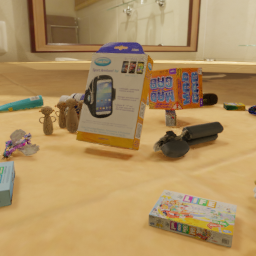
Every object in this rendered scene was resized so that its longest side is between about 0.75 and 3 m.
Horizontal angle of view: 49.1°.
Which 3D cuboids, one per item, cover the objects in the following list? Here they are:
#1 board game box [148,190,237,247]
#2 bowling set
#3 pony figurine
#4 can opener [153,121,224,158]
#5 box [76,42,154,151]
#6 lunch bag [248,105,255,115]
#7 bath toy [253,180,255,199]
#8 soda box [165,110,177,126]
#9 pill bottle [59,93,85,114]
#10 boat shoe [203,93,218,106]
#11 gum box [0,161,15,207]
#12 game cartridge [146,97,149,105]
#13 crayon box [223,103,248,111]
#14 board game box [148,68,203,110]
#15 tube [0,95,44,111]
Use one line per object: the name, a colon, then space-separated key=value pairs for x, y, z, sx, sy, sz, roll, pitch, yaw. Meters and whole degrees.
board game box: x=1.135 y=1.507 z=4.848 sx=1.341 sy=0.230 sz=0.902 roll=7 pitch=19 yaw=23
bowling set: x=-2.038 y=-0.580 z=9.998 sx=2.224 sy=1.194 sz=1.548 roll=-5 pitch=18 yaw=-17
pony figurine: x=-2.981 y=0.440 z=7.713 sx=0.955 sy=0.824 sz=0.990 roll=-31 pitch=20 yaw=7
can opener: x=1.823 y=0.365 z=8.182 sx=2.549 sy=0.671 sz=0.847 roll=-13 pitch=56 yaw=-33
box: x=-0.338 y=-0.949 z=7.949 sx=1.763 sy=2.961 sz=0.614 roll=8 pitch=-8 yaw=22
lunch bag: x=6.189 y=-0.848 z=11.636 sx=1.531 sy=0.956 sz=2.033 roll=-12 pitch=11 yaw=-27
bath toy: x=2.664 y=1.341 z=4.600 sx=0.797 sy=0.938 sz=2.158 roll=46 pitch=27 yaw=5
soda box: x=1.643 y=-0.440 z=10.824 sx=0.406 sy=0.434 sz=1.274 roll=0 pitch=17 yaw=7
pill bottle: x=-1.877 y=-0.889 z=11.333 sx=1.675 sy=1.002 sz=1.002 roll=5 pitch=18 yaw=14
boat shoe: x=3.097 y=-1.360 z=13.508 sx=2.319 sy=0.831 sz=0.883 roll=5 pitch=3 yaw=-13
gum box: x=-3.217 y=1.181 z=5.667 sx=1.663 sy=0.371 sz=1.413 roll=-5 pitch=18 yaw=-17
game cartridge: x=1.387 y=-1.551 z=14.569 sx=1.415 sy=0.435 sz=2.126 roll=-7 pitch=18 yaw=-10
crayon box: x=4.980 y=-0.990 z=12.937 sx=0.982 sy=0.253 sz=0.617 roll=1 pitch=17 yaw=2
board game box: x=1.789 y=-1.487 z=10.648 sx=1.476 sy=1.477 sz=1.476 roll=-10 pitch=10 yaw=-38
tube: x=-4.987 y=-1.072 z=12.902 sx=2.088 sy=0.526 sz=0.808 roll=-14 pitch=13 yaw=-24
